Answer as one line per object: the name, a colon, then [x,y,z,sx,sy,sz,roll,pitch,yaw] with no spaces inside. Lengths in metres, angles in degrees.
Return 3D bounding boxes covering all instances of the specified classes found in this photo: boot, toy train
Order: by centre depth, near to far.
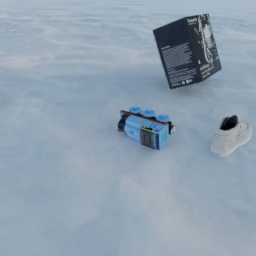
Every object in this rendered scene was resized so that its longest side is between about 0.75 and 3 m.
boot: [2.893,0.024,7.535,0.672,0.873,1.826,26,41,33]
toy train: [0.439,-0.053,7.877,1.737,0.753,0.992,19,40,30]

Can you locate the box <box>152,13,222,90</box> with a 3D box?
box: [2.350,-2.969,10.789,1.453,2.304,2.344,-10,15,39]
